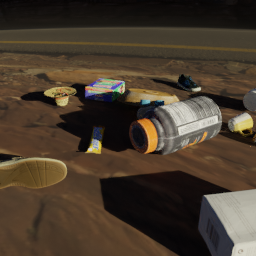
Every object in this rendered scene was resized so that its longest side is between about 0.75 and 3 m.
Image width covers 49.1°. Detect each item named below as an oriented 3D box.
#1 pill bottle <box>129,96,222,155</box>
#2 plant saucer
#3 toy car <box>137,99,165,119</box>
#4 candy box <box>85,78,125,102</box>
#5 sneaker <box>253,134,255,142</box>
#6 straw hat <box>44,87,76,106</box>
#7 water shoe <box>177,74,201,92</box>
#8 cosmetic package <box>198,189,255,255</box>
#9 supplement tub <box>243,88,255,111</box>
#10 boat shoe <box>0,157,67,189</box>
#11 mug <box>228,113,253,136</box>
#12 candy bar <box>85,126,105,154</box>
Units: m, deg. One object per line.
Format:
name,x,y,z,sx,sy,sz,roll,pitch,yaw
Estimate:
pill bottle,1.508,-0.048,9.148,2.935,1.559,1.559,-16,30,-29
plant saucer,0.986,-1.322,12.241,2.905,0.514,2.905,7,12,-1
toy car,0.928,-0.524,10.935,1.092,1.138,1.234,3,5,5
candy box,-1.132,-1.929,14.145,1.460,0.665,1.727,10,28,17
sneaker,4.925,0.359,9.709,1.252,0.474,0.549,-18,45,-25
straw hat,-3.092,-1.379,13.004,1.540,0.652,1.540,2,25,-1
water shoe,3.274,-2.497,15.297,0.638,0.704,1.784,-13,28,-25
cosmetic package,2.829,1.975,5.564,2.459,0.998,1.388,-2,26,-8
supplement tub,5.898,-1.323,12.450,1.410,1.018,1.018,-18,31,-34
boat shoe,-2.827,1.136,7.534,2.343,0.845,0.761,-7,19,-5
mug,4.189,-0.138,10.432,0.701,0.683,0.853,-16,23,-15
candy bar,-1.113,0.403,9.769,0.496,0.220,1.987,1,26,0
